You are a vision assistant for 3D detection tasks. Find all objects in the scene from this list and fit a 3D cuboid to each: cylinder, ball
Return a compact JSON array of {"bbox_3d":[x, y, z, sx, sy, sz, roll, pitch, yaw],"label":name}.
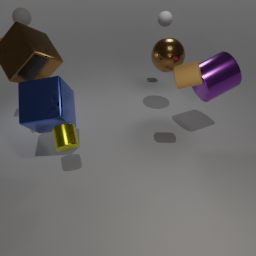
[{"bbox_3d":[3.168,-1.881,10.329,1.400,1.400,1.400,-28,36,-3],"label":"cylinder"},{"bbox_3d":[1.784,-1.573,8.347,0.700,0.700,0.700,-11,27,22],"label":"cylinder"},{"bbox_3d":[1.667,-3.025,11.650,1.400,1.400,1.400,0,31,0],"label":"ball"},{"bbox_3d":[-4.101,-4.282,10.832,0.700,0.700,0.700,0,31,0],"label":"ball"},{"bbox_3d":[-1.919,0.299,8.600,0.700,0.700,0.700,-10,74,-16],"label":"cylinder"},{"bbox_3d":[1.765,-5.169,13.283,0.700,0.700,0.700,0,31,0],"label":"ball"}]

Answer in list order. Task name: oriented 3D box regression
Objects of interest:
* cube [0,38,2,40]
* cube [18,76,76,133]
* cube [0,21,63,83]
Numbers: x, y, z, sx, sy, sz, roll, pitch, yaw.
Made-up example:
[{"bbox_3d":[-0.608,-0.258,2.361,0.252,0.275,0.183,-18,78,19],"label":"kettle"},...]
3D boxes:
[{"bbox_3d":[-4.798,-2.780,10.198,0.700,0.700,0.700,-6,51,-7],"label":"cube"},{"bbox_3d":[-2.629,-0.721,9.265,1.400,1.400,1.400,-8,-14,6],"label":"cube"},{"bbox_3d":[-3.395,-2.453,9.580,1.400,1.400,1.400,57,22,16],"label":"cube"}]
